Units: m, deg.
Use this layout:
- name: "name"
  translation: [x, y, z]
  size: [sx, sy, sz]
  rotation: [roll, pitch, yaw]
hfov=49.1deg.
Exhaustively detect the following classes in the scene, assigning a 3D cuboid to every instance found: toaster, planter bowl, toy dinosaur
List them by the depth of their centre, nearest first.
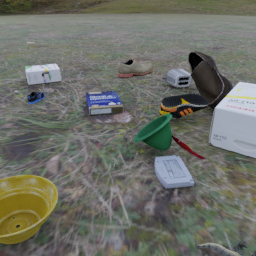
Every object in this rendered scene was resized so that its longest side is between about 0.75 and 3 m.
- name: "toy dinosaur"
  translation: [1.777, 2.011, 4.286]
  size: [0.599, 0.323, 1.359]
  rotation: [-27, 34, -31]
- name: "planter bowl"
  translation: [-1.958, 1.519, 4.868]
  size: [1.517, 0.632, 1.517]
  rotation: [0, 26, 0]
- name: "toaster"
  translation: [2.158, -2.124, 12.001]
  size: [1.155, 0.656, 0.746]
  rotation: [-8, 30, -28]

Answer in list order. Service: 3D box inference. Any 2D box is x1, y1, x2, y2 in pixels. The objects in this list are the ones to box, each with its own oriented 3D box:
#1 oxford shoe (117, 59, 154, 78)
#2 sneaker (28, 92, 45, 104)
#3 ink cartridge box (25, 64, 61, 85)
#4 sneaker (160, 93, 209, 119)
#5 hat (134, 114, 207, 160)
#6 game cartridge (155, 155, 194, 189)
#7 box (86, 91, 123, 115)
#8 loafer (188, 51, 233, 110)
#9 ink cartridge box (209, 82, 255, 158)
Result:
- name: "oxford shoe"
  translation: [0.424, -2.975, 13.555]
  size: [2.066, 0.773, 0.728]
  rotation: [-20, 33, -34]
- name: "sneaker"
  translation: [-3.445, -1.229, 10.571]
  size: [0.328, 0.364, 0.934]
  rotation: [7, 28, 14]
- name: "ink cartridge box"
  translation: [-3.855, -2.460, 12.719]
  size: [1.446, 0.607, 1.047]
  rotation: [-10, 29, -20]
- name: "sneaker"
  translation: [1.760, -0.639, 8.967]
  size: [1.636, 0.736, 0.572]
  rotation: [-6, 48, -18]
- name: "hat"
  translation: [0.975, 0.455, 7.123]
  size: [1.164, 1.237, 1.405]
  rotation: [-37, 9, 3]
- name: "game cartridge"
  translation: [0.994, 0.993, 6.397]
  size: [0.709, 0.215, 1.063]
  rotation: [-1, 27, -9]
- name: "box"
  translation: [-0.913, -1.002, 10.209]
  size: [1.162, 0.311, 1.918]
  rotation: [-5, 26, -11]
- name: "loafer"
  translation: [2.745, -1.771, 10.087]
  size: [1.064, 1.089, 2.983]
  rotation: [22, 35, -27]
- name: "ink cartridge box"
  translation: [3.706, -0.306, 7.889]
  size: [1.967, 1.130, 2.710]
  rotation: [16, 31, 29]
